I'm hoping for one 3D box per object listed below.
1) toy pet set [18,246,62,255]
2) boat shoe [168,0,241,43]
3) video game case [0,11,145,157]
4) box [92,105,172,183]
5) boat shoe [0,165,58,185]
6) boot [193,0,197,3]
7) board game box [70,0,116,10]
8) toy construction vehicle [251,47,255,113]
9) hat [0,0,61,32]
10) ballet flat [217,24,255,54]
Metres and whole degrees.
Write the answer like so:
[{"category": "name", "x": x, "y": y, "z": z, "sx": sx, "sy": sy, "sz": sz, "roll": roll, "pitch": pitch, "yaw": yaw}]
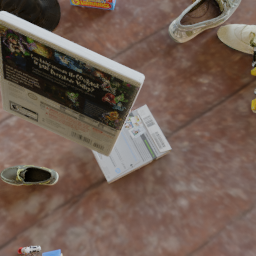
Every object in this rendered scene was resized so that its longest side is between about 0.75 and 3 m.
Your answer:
[{"category": "toy pet set", "x": -2.286, "y": 3.680, "z": 7.119, "sx": 1.257, "sy": 0.715, "sz": 1.347, "roll": -10, "pitch": 73, "yaw": -3}, {"category": "boat shoe", "x": 2.690, "y": -3.933, "z": 9.353, "sx": 2.943, "sy": 0.944, "sz": 1.085, "roll": -32, "pitch": 89, "yaw": -8}, {"category": "video game case", "x": -1.345, "y": -0.694, "z": 5.870, "sx": 2.829, "sy": 2.572, "sz": 0.330, "roll": 25, "pitch": 50, "yaw": -1}, {"category": "box", "x": -0.006, "y": 0.455, "z": 8.314, "sx": 2.072, "sy": 0.427, "sz": 1.615, "roll": -26, "pitch": 73, "yaw": -9}, {"category": "boat shoe", "x": -2.861, "y": 1.334, "z": 7.990, "sx": 1.656, "sy": 0.495, "sz": 0.592, "roll": 3, "pitch": 72, "yaw": 1}, {"category": "boot", "x": 3.009, "y": -4.928, "z": 10.033, "sx": 1.234, "sy": 0.610, "sz": 1.590, "roll": 14, "pitch": 65, "yaw": 1}, {"category": "board game box", "x": -1.258, "y": -4.774, "z": 9.400, "sx": 1.605, "sy": 1.571, "sz": 0.448, "roll": 8, "pitch": 72, "yaw": 3}, {"category": "toy construction vehicle", "x": 4.696, "y": -1.402, "z": 8.562, "sx": 1.819, "sy": 0.736, "sz": 2.089, "roll": 11, "pitch": 87, "yaw": -10}, {"category": "hat", "x": -3.667, "y": -4.142, "z": 9.491, "sx": 2.565, "sy": 1.035, "sz": 2.565, "roll": 0, "pitch": 71, "yaw": 1}, {"category": "ballet flat", "x": 4.273, "y": -2.823, "z": 9.139, "sx": 2.691, "sy": 0.934, "sz": 0.934, "roll": 33, "pitch": 75, "yaw": 10}]
